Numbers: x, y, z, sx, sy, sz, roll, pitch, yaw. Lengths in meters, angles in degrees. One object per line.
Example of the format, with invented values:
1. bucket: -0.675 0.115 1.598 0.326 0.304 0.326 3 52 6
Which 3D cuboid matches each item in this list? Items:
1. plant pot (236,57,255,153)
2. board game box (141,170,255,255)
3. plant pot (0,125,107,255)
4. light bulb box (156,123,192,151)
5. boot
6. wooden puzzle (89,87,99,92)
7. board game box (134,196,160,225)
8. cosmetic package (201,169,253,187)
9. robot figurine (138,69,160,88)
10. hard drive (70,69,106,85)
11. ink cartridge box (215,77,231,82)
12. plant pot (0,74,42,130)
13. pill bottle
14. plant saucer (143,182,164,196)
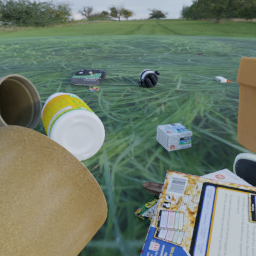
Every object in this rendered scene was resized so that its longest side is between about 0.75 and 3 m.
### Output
1. plant pot: 3.962 -0.372 6.672 2.988 2.091 2.988 10 15 -3
2. board game box: 1.729 1.859 4.196 2.850 0.660 2.159 9 42 20
3. plant pot: -1.909 1.644 3.839 2.385 2.385 2.559 10 38 22
4. light bulb box: 1.457 0.272 8.884 0.838 0.527 0.845 -8 24 -19
5. boot: 3.865 1.119 6.535 2.439 0.883 1.759 27 34 33
6. wooden puzzle: -1.820 -2.121 15.075 0.563 0.098 0.834 -5 24 -11
7. board game box: 0.644 1.712 6.041 0.511 0.114 0.976 17 28 38
8. cosmetic package: 2.137 1.611 5.810 1.393 0.477 1.847 -9 25 -24
9. robot figurine: 1.173 -2.732 15.519 1.089 0.905 1.450 2 22 -11
10. hard drive: -2.333 -3.081 16.870 1.688 0.457 2.417 2 23 5
11. ink cartridge box: 5.744 -2.931 16.890 0.695 0.174 0.800 -4 23 -7
12. plant pot: -4.385 -0.734 9.819 1.751 2.019 2.019 -6 18 26
13. pill bottle: -1.852 -0.218 8.740 1.511 1.511 2.721 -10 25 -21
14. plant saucer: 0.700 1.385 6.269 0.779 0.142 0.779 11 3 -1
